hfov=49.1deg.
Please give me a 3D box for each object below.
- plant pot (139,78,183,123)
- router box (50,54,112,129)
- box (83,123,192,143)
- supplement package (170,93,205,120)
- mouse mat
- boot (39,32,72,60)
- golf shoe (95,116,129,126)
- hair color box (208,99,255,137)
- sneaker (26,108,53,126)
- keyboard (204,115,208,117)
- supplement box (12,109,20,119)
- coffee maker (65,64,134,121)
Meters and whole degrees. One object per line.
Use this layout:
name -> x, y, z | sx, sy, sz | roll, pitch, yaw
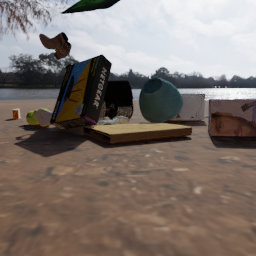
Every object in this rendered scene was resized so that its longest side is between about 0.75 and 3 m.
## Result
plant pot -> 1.282, -1.392, 12.282 | 1.979, 1.979, 1.333 | 5, -33, 31
router box -> -1.646, -1.249, 9.888 | 1.839, 2.465, 0.630 | -8, -29, 36
box -> 0.230, 0.083, 8.822 | 2.750, 0.292, 2.248 | -5, 8, -28
supplement package -> 2.452, -1.042, 13.564 | 2.213, 1.294, 1.298 | -1, 7, -6
mouse mat -> -0.672, -3.762, 7.961 | 2.372, 0.089, 1.909 | 18, 55, 45
boot -> -2.661, -3.232, 10.437 | 0.981, 1.342, 0.471 | -34, 9, 42
golf shoe -> -0.505, -0.095, 10.089 | 1.291, 0.505, 0.627 | -9, 27, -21
hair color box -> 3.603, -0.331, 8.693 | 2.104, 1.150, 0.682 | 1, 8, 10
sneaker -> -3.337, -0.473, 11.514 | 1.889, 0.715, 0.992 | 5, 9, 42
keyboard -> 4.462, -0.667, 15.419 | 1.636, 0.087, 0.461 | -4, 8, -33
supplement box -> -5.667, -0.712, 14.219 | 0.282, 0.484, 0.768 | -4, 8, -15
coffee maker -> -1.190, -1.449, 12.023 | 2.598, 2.496, 1.750 | -4, 7, -29
